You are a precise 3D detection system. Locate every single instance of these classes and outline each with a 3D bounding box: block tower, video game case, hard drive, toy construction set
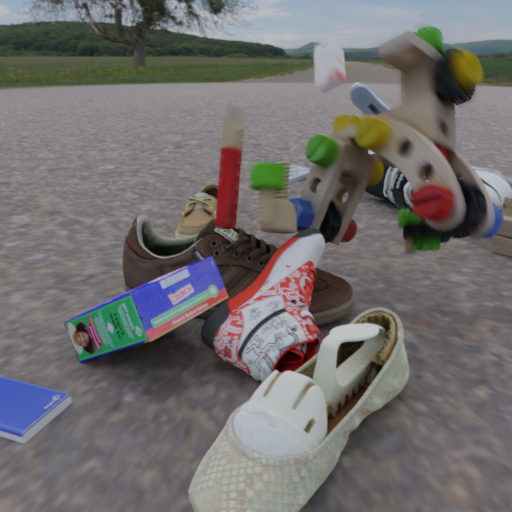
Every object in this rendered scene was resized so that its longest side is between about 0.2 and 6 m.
[{"bbox_3d":[5.242,-0.761,9.472,3.357,0.907,0.970,-20,29,-40],"label":"block tower"},{"bbox_3d":[0.742,-2.059,13.936,1.132,0.137,1.241,15,25,34],"label":"video game case"},{"bbox_3d":[-2.252,1.351,5.044,0.938,0.119,0.619,8,22,20],"label":"hard drive"},{"bbox_3d":[1.140,-1.357,6.410,3.064,2.354,2.555,4,-4,-14],"label":"toy construction set"}]

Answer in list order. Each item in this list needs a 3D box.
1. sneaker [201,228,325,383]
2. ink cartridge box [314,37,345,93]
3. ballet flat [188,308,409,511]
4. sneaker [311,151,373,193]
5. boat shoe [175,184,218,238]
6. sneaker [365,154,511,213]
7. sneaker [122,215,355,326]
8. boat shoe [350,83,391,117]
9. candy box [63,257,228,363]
[{"bbox_3d":[0.398,0.524,5.826,0.991,0.617,1.849,31,58,29],"label":"sneaker"},{"bbox_3d":[1.409,-3.673,10.761,0.520,0.894,0.302,-15,-22,42],"label":"ink cartridge box"},{"bbox_3d":[0.425,1.144,4.561,0.921,0.852,2.732,14,25,34],"label":"ballet flat"},{"bbox_3d":[2.471,-2.063,12.829,1.043,0.941,2.545,-21,30,-34],"label":"sneaker"},{"bbox_3d":[-0.980,-0.788,9.870,0.739,0.663,1.997,2,21,5],"label":"boat shoe"},{"bbox_3d":[3.131,-1.379,10.583,3.242,1.201,1.435,17,22,39],"label":"sneaker"},{"bbox_3d":[-0.273,0.151,6.786,2.939,1.110,1.035,4,21,10],"label":"sneaker"},{"bbox_3d":[2.432,-2.898,11.342,1.533,0.566,0.654,40,28,-18],"label":"boat shoe"},{"bbox_3d":[-1.132,0.563,5.770,1.339,0.516,1.132,-24,1,43],"label":"candy box"}]
